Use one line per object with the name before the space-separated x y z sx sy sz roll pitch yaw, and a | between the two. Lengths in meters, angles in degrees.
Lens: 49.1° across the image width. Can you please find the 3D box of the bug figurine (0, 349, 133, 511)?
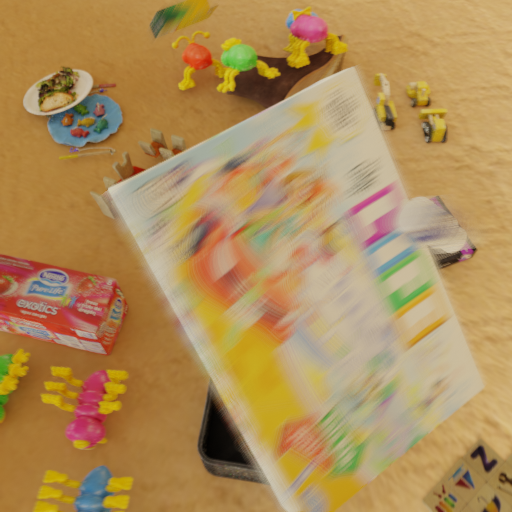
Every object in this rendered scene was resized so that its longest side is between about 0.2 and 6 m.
bug figurine | -3.583 2.969 8.511 4.036 1.038 3.129 6 53 8

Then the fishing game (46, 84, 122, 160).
fishing game | -3.857 -3.111 12.515 1.693 0.368 2.364 -4 57 -2

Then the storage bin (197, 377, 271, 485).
storage bin | 0.308 2.681 8.674 2.224 1.043 1.504 7 60 5

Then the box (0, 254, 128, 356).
box | -3.493 0.858 9.714 2.204 1.099 1.052 11 60 7

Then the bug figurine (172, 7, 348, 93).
bug figurine | 0.147 -4.783 12.577 4.014 1.033 3.112 -23 31 -11

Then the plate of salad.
plate of salad | -4.552 -3.810 12.769 1.657 0.398 1.657 -7 52 9

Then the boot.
boot | 0.768 -4.405 12.921 2.224 0.967 2.673 22 65 11

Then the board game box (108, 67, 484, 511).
board game box | 0.752 0.543 7.134 3.213 0.818 4.779 -32 105 -18

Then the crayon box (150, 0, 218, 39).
crayon box | -1.526 -5.071 11.801 1.334 0.847 0.339 -27 103 -16

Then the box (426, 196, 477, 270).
box | 2.997 -0.280 10.834 1.992 0.360 1.424 -18 60 -12

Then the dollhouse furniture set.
dollhouse furniture set | -1.933 -1.368 11.297 1.973 1.027 1.994 22 61 25

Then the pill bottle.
pill bottle | 2.151 -0.350 6.756 0.753 0.451 0.451 28 57 -24

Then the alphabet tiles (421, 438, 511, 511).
alphabet tiles | 4.029 4.290 8.261 2.429 0.092 2.920 -37 66 -20

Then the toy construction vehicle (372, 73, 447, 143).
toy construction vehicle | 3.431 -3.374 12.507 1.563 0.632 1.796 1 59 0
